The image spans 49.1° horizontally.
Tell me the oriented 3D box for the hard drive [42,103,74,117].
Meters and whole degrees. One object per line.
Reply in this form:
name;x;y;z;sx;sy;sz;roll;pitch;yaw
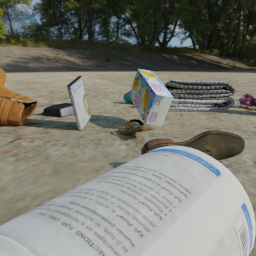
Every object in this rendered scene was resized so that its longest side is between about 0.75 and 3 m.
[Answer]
hard drive;-2.515;-0.739;11.010;1.024;0.321;1.519;6;15;24

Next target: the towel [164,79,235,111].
towel;2.931;-1.547;12.322;2.934;1.256;2.429;1;13;3

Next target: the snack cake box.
snack cake box;0.664;-0.990;8.771;0.606;1.036;1.802;6;32;-22

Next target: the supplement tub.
supplement tub;-0.003;0.982;1.988;1.347;1.347;2.041;10;17;35

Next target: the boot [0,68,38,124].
boot;-4.208;-1.076;9.749;2.188;1.042;2.829;5;46;4

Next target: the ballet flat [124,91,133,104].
ballet flat;0.778;-1.403;13.023;2.044;0.759;0.759;13;19;33

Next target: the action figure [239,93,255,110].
action figure;5.422;-1.011;11.929;1.285;0.861;0.957;31;-7;48

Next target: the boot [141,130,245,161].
boot;1.345;0.618;5.117;2.054;0.767;0.995;-7;29;-7

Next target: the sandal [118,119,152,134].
sandal;0.190;-0.073;7.780;0.568;0.382;1.415;-13;3;-27

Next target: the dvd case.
dvd case;-1.454;-0.770;8.516;0.125;1.421;1.014;-4;25;14
